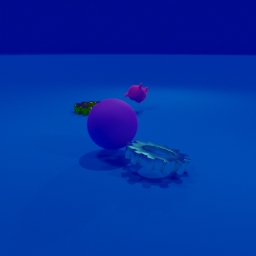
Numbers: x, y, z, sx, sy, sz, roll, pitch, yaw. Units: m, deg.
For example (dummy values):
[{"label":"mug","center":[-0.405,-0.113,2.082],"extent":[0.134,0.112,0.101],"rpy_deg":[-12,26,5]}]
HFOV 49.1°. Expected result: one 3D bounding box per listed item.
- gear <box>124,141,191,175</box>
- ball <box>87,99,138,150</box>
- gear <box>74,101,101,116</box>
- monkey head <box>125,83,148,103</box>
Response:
[{"label":"gear","center":[0.611,0.594,5.875],"extent":[1.352,0.250,1.352],"rpy_deg":[12,11,-2]},{"label":"ball","center":[-0.366,-0.084,6.595],"extent":[1.198,1.198,1.198],"rpy_deg":[0,16,0]},{"label":"gear","center":[-1.371,-0.803,11.150],"extent":[1.506,0.279,1.506],"rpy_deg":[0,16,0]},{"label":"monkey head","center":[0.401,-1.446,11.130],"extent":[1.171,0.706,0.843],"rpy_deg":[-27,28,52]}]
